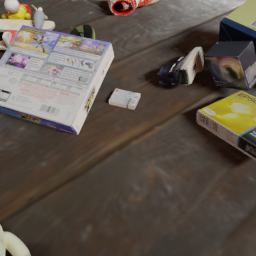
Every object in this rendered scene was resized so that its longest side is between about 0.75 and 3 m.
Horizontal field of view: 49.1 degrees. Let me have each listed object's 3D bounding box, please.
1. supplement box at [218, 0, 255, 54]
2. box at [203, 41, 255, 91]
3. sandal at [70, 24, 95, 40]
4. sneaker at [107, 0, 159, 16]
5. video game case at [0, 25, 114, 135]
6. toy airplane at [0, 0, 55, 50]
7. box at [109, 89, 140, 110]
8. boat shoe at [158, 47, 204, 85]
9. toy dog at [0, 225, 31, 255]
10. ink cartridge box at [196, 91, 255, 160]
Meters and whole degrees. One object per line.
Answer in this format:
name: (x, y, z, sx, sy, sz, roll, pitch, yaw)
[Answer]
supplement box: (4.387, -2.730, 8.345, 2.351, 1.580, 2.353, -39, 56, -13)
box: (2.877, -1.723, 7.742, 0.711, 1.145, 1.154, -45, 34, -17)
sandal: (-1.409, -2.050, 8.569, 1.041, 0.748, 2.621, 2, 61, 10)
sneaker: (0.421, -5.327, 11.741, 2.559, 0.854, 1.371, -6, 48, -1)
video game case: (-2.144, -1.394, 7.563, 2.837, 0.645, 2.572, 16, 69, 14)
toy airplane: (-3.933, -3.645, 9.656, 2.137, 1.508, 2.127, -32, 56, -28)
box: (-0.089, -0.823, 7.892, 0.753, 0.155, 0.587, 14, 47, 12)
boat shoe: (1.638, -1.914, 8.559, 0.969, 0.780, 2.089, 2, 28, 30)
toy dog: (-2.814, 2.615, 3.710, 2.626, 1.890, 2.708, 25, 37, -27)
ink cartridge box: (3.236, -0.216, 6.808, 2.194, 0.516, 2.168, -26, 38, -19)
